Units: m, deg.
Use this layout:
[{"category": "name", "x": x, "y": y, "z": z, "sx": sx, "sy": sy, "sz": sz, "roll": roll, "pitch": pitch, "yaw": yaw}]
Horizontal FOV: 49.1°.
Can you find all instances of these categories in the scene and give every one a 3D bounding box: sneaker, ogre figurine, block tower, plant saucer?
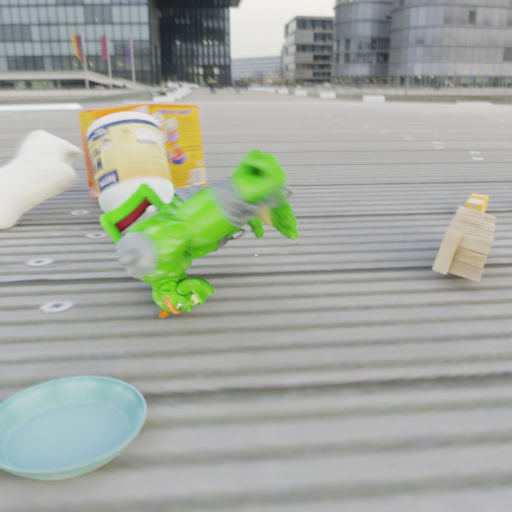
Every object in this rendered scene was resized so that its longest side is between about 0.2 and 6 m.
[{"category": "sneaker", "x": -3.963, "y": -1.361, "z": 10.097, "sx": 1.097, "sy": 0.825, "sz": 2.203, "roll": 18, "pitch": 59, "yaw": 3}, {"category": "ogre figurine", "x": -0.697, "y": -0.294, "z": 6.438, "sx": 1.789, "sy": 1.464, "sz": 2.984, "roll": -29, "pitch": 21, "yaw": -10}, {"category": "block tower", "x": 2.943, "y": -0.207, "z": 7.799, "sx": 0.609, "sy": 0.569, "sz": 2.106, "roll": 20, "pitch": 20, "yaw": 20}, {"category": "plant saucer", "x": -1.428, "y": 1.307, "z": 4.228, "sx": 1.195, "sy": 0.215, "sz": 1.195, "roll": 1, "pitch": 19, "yaw": 0}]

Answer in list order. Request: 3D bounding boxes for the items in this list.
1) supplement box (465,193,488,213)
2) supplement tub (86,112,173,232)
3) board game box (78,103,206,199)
[{"category": "supplement box", "x": 4.203, "y": -0.941, "z": 10.719, "sx": 0.338, "sy": 0.327, "sz": 0.982, "roll": 13, "pitch": 23, "yaw": 27}, {"category": "supplement tub", "x": -2.069, "y": -1.370, "z": 9.323, "sx": 1.234, "sy": 1.709, "sz": 1.234, "roll": -14, "pitch": -11, "yaw": -3}, {"category": "board game box", "x": -2.301, "y": -2.172, "z": 11.607, "sx": 1.747, "sy": 1.747, "sz": 1.748, "roll": 1, "pitch": 13, "yaw": 27}]
